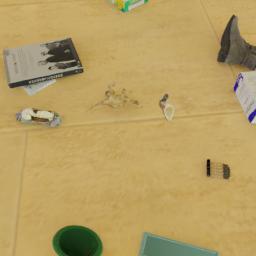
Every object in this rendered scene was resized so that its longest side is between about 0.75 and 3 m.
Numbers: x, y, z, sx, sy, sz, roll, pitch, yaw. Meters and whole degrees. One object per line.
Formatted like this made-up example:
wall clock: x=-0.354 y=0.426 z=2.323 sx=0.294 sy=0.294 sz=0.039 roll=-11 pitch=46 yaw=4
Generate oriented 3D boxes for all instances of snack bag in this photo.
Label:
snack bag: x=-3.565 y=-1.870 z=10.875 sx=1.213 sy=0.138 sz=1.287 roll=-36 pitch=60 yaw=-23

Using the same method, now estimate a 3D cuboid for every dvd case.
dvd case: x=-3.403 y=-2.669 z=11.162 sx=2.825 sy=0.349 sz=2.123 roll=-15 pitch=54 yaw=-13

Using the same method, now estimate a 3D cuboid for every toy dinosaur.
toy dinosaur: x=-0.553 y=-1.051 z=10.070 sx=2.084 sy=0.607 sz=1.054 roll=-7 pitch=58 yaw=-5

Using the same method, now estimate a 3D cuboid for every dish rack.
dish rack: x=2.812 y=1.301 z=8.725 sx=0.760 sy=0.207 sz=0.583 roll=7 pitch=57 yaw=5

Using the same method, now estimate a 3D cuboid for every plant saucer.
plant saucer: x=1.348 y=3.337 z=7.372 sx=2.095 sy=0.199 sz=0.732 roll=12 pitch=57 yaw=9

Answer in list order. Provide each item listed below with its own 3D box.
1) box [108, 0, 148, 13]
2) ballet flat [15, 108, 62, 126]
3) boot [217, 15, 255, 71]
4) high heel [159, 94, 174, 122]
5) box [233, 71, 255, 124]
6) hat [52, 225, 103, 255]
box: x=-0.426 y=-6.922 z=13.991 sx=1.591 sy=0.656 sz=2.712 roll=-33 pitch=65 yaw=-19
ballet flat: x=-3.147 y=-0.452 z=9.657 sx=1.693 sy=0.609 sz=0.609 roll=8 pitch=56 yaw=5
boot: x=4.763 y=-3.502 z=11.664 sx=1.677 sy=0.889 sz=2.548 roll=16 pitch=68 yaw=7
high heel: x=1.197 y=-0.537 z=8.955 sx=0.340 sy=0.679 sz=0.953 roll=0 pitch=70 yaw=-12
box: x=4.886 y=-1.144 z=9.932 sx=1.594 sy=0.910 sz=1.734 roll=-6 pitch=56 yaw=-5
hat: x=-1.484 y=3.555 z=7.226 sx=1.309 sy=1.391 sz=1.580 roll=22 pitch=17 yaw=8
